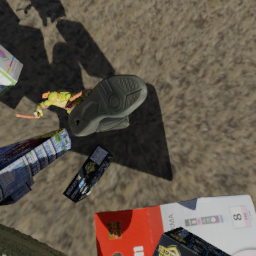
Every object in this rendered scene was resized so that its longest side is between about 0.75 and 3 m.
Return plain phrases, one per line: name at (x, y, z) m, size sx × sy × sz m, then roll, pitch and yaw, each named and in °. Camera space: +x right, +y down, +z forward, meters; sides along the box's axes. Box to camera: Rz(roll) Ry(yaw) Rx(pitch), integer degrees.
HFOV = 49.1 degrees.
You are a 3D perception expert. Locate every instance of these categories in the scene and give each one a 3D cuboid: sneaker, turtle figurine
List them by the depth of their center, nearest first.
sneaker at (-0.150, -0.334, 4.023) m, size 0.847 × 1.479 × 0.566 m, roll -14°, pitch 77°, yaw -46°
turtle figurine at (-1.076, -0.431, 4.636) m, size 1.323 × 1.067 × 0.426 m, roll -19°, pitch 81°, yaw 14°

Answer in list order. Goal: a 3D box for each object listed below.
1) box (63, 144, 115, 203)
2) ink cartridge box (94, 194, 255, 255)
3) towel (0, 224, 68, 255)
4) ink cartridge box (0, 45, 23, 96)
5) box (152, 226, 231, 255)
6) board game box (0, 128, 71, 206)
box at (-0.738, 0.929, 5.808) m, size 0.328 × 1.424 × 1.132 m, roll 34°, pitch 84°, yaw 6°
ink cartridge box at (1.012, 2.367, 4.574) m, size 2.862 × 0.817 × 2.326 m, roll 2°, pitch 65°, yaw -22°
towel at (-1.300, 1.728, 3.592) m, size 2.443 × 1.813 × 0.446 m, roll 26°, pitch 72°, yaw 3°
ink cartridge box at (-3.184, -1.642, 5.872) m, size 0.560 × 1.887 × 0.980 m, roll -37°, pitch 33°, yaw 13°
box at (0.981, 1.640, 3.339) m, size 1.151 × 1.449 × 0.333 m, roll 25°, pitch 83°, yaw 23°
board game box at (-2.359, 0.964, 4.764) m, size 2.243 × 2.245 × 0.692 m, roll -42°, pitch 112°, yaw -50°
